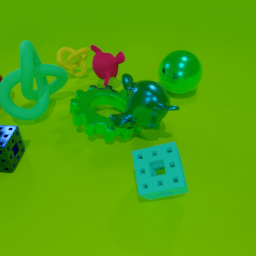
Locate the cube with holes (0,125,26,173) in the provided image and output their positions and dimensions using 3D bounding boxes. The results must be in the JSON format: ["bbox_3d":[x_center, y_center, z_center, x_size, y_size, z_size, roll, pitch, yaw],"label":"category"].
[{"bbox_3d":[-2.829,0.452,6.163,0.741,0.741,0.741,3,38,4],"label":"cube with holes"}]

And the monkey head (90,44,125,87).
[{"bbox_3d":[-0.595,-1.905,8.243,0.800,1.328,0.956,-16,-5,-40],"label":"monkey head"}]

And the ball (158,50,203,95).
[{"bbox_3d":[1.557,-1.663,8.393,1.318,1.318,1.318,0,38,0],"label":"ball"}]

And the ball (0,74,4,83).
[{"bbox_3d":[-4.003,-1.149,7.960,1.050,1.050,1.050,0,38,0],"label":"ball"}]

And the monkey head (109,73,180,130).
[{"bbox_3d":[0.257,-0.530,6.367,1.322,1.107,1.837,-12,39,-38],"label":"monkey head"}]

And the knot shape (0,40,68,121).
[{"bbox_3d":[-2.415,-1.217,7.508,0.918,1.986,1.858,19,11,23],"label":"knot shape"}]

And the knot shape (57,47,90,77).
[{"bbox_3d":[-1.681,-2.254,9.166,1.068,1.141,0.527,-38,48,7],"label":"knot shape"}]

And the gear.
[{"bbox_3d":[-0.505,-0.448,7.300,1.957,0.362,1.957,9,38,-8],"label":"gear"}]

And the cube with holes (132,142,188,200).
[{"bbox_3d":[0.613,0.824,5.208,0.794,0.794,0.794,-14,67,12],"label":"cube with holes"}]
